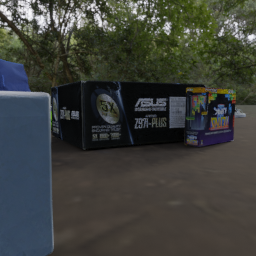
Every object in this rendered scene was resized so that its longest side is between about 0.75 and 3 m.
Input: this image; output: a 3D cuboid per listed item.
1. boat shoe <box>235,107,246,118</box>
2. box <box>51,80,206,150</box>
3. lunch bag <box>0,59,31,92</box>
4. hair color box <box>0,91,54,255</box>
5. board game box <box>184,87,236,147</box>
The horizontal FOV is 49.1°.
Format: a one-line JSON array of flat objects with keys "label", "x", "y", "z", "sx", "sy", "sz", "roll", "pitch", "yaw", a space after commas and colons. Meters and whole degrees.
[{"label": "boat shoe", "x": 5.096, "y": -0.734, "z": 13.140, "sx": 1.099, "sy": 0.468, "sz": 0.406, "roll": -3, "pitch": 6, "yaw": -24}, {"label": "box", "x": -0.064, "y": -0.349, "z": 5.922, "sx": 2.641, "sy": 1.137, "sz": 2.162, "roll": -3, "pitch": 6, "yaw": -27}, {"label": "lunch bag", "x": -3.940, "y": -0.860, "z": 8.249, "sx": 1.807, "sy": 1.760, "sz": 2.660, "roll": -15, "pitch": 5, "yaw": 8}, {"label": "hair color box", "x": -1.893, "y": 0.181, "z": 1.950, "sx": 1.449, "sy": 0.888, "sz": 2.928, "roll": -5, "pitch": 9, "yaw": -44}, {"label": "board game box", "x": 1.571, "y": -0.228, "z": 5.267, "sx": 1.251, "sy": 1.034, "sz": 0.355, "roll": -6, "pitch": 7, "yaw": -43}]
